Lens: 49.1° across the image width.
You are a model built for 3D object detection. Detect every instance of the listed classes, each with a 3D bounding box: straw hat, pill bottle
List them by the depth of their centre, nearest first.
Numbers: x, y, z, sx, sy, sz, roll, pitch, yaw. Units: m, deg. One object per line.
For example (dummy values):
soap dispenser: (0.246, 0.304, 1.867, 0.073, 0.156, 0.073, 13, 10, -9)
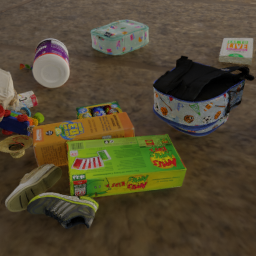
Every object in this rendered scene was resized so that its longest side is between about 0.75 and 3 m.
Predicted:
straw hat: (-3.370, 0.653, 8.508, 1.074, 0.454, 1.074, 2, 27, -1)
pill bottle: (-3.340, -2.957, 12.252, 1.460, 1.460, 2.596, -7, 38, -9)

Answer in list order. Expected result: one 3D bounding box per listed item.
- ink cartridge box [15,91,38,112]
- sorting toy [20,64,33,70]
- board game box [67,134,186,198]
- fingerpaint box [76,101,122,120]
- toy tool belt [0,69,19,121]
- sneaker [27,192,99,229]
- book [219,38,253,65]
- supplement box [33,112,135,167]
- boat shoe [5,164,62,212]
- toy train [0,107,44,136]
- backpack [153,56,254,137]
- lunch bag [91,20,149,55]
ink cartridge box: (-3.973, -1.034, 10.705, 0.866, 0.371, 0.639, -20, 42, -23)
sorting toy: (-4.795, -2.816, 13.135, 0.761, 0.264, 0.262, 11, 63, 16)
board game box: (-0.110, 0.986, 7.670, 2.967, 0.706, 1.507, -4, 38, -13)
fingerpaint box: (-0.929, -0.287, 9.610, 1.522, 0.558, 1.270, -10, 39, -12)
toy tool belt: (-4.795, -0.747, 9.636, 1.800, 1.771, 2.882, 17, 34, -34)
sneaker: (-1.592, 2.000, 6.692, 1.716, 0.634, 0.694, 1, 41, 3)
book: (5.560, -3.966, 14.386, 1.520, 0.547, 2.276, 10, 41, 17)
supplement box: (-1.318, 0.345, 8.474, 2.922, 1.005, 0.972, -12, 40, -12)
boat shoe: (-2.521, 1.526, 7.338, 0.571, 0.624, 1.670, 16, 35, 31)
toy train: (-3.211, -0.168, 9.369, 1.955, 0.828, 1.131, 15, 27, 18)
backpack: (2.133, -1.021, 9.263, 2.697, 2.181, 2.832, -25, 34, -38)
lunch bag: (-0.499, -4.956, 15.074, 2.891, 1.114, 2.318, -29, 47, -32)
